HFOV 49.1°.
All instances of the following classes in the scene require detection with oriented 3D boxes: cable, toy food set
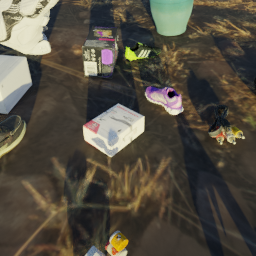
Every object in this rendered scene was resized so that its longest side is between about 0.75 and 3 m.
[{"bbox_3d":[2.883,-0.102,8.705,0.927,0.480,1.909,-13,26,11],"label":"cable"},{"bbox_3d":[-0.662,2.442,5.106,0.684,0.725,1.520,34,81,34],"label":"toy food set"}]

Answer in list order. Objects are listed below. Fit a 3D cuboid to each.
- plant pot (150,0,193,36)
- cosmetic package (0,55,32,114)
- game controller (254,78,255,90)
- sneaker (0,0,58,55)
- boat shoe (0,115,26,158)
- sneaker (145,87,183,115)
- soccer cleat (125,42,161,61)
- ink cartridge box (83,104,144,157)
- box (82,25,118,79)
[{"bbox_3d":[2.199,-5.976,14.191,2.295,2.156,2.295,-4,41,3],"label":"plant pot"},{"bbox_3d":[-4.723,-1.593,9.682,1.969,1.210,1.962,6,40,8],"label":"cosmetic package"},{"bbox_3d":[5.965,-1.302,9.825,2.849,0.600,1.486,2,39,3],"label":"game controller"},{"bbox_3d":[-2.452,-2.927,7.521,2.728,1.568,1.025,-22,69,24],"label":"sneaker"},{"bbox_3d":[-3.686,0.302,7.723,0.859,0.790,2.403,12,41,14],"label":"boat shoe"},{"bbox_3d":[1.242,-1.122,9.519,0.651,0.715,1.618,-29,46,-28],"label":"sneaker"},{"bbox_3d":[0.691,-3.417,12.299,1.725,0.699,0.582,-16,42,-18],"label":"soccer cleat"},{"bbox_3d":[-0.390,0.010,8.210,1.097,0.620,1.498,28,47,30],"label":"ink cartridge box"},{"bbox_3d":[-1.066,-3.143,11.447,1.158,1.335,2.184,5,39,3],"label":"box"}]
